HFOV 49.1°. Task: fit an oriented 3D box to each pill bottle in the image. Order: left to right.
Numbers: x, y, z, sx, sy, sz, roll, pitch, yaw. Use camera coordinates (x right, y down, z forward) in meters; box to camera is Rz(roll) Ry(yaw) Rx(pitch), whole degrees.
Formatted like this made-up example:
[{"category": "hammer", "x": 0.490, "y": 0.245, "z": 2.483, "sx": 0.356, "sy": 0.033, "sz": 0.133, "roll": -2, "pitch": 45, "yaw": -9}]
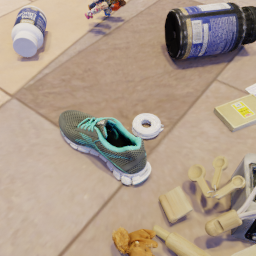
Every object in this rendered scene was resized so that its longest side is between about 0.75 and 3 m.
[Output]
[{"category": "pill bottle", "x": -3.425, "y": -3.329, "z": 9.702, "sx": 1.034, "sy": 1.034, "sz": 1.862, "roll": -4, "pitch": 50, "yaw": -3}, {"category": "pill bottle", "x": 2.789, "y": -3.243, "z": 9.269, "sx": 2.862, "sy": 1.601, "sz": 1.601, "roll": -10, "pitch": 51, "yaw": -9}]

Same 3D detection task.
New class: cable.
[{"category": "cable", "x": 0.491, "y": -0.053, "z": 7.442, "sx": 0.772, "sy": 0.267, "sz": 0.772, "roll": 31, "pitch": 56, "yaw": 23}]

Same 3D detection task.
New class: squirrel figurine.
[{"category": "squirrel figurine", "x": 0.092, "y": 2.163, "z": 5.041, "sx": 0.886, "sy": 0.827, "sz": 0.627, "roll": 16, "pitch": 87, "yaw": 8}]

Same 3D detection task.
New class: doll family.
[{"category": "doll family", "x": -0.839, "y": -4.724, "z": 10.356, "sx": 1.166, "sy": 0.846, "sz": 1.878, "roll": -16, "pitch": 15, "yaw": 39}]

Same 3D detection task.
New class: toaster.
[{"category": "toaster", "x": 3.006, "y": 1.437, "z": 5.678, "sx": 1.596, "sy": 1.047, "sz": 1.765, "roll": 11, "pitch": 50, "yaw": 8}]

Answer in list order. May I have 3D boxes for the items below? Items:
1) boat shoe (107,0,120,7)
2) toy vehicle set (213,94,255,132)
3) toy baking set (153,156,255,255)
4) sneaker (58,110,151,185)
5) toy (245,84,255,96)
[{"category": "boat shoe", "x": -0.642, "y": -5.310, "z": 11.882, "sx": 1.146, "sy": 0.411, "sz": 0.387, "roll": -22, "pitch": 90, "yaw": -26}, {"category": "toy vehicle set", "x": 3.216, "y": -0.446, "z": 7.829, "sx": 1.375, "sy": 0.182, "sz": 0.854, "roll": -19, "pitch": 53, "yaw": -16}, {"category": "toy baking set", "x": 1.700, "y": 1.579, "z": 5.091, "sx": 2.804, "sy": 0.326, "sz": 2.152, "roll": 25, "pitch": 77, "yaw": 50}, {"category": "sneaker", "x": -0.595, "y": 0.117, "z": 6.645, "sx": 2.783, "sy": 1.269, "sz": 1.080, "roll": 29, "pitch": 56, "yaw": 23}, {"category": "toy", "x": 4.921, "y": -0.778, "z": 7.814, "sx": 1.574, "sy": 0.645, "sz": 2.734, "roll": -23, "pitch": 54, "yaw": -19}]
